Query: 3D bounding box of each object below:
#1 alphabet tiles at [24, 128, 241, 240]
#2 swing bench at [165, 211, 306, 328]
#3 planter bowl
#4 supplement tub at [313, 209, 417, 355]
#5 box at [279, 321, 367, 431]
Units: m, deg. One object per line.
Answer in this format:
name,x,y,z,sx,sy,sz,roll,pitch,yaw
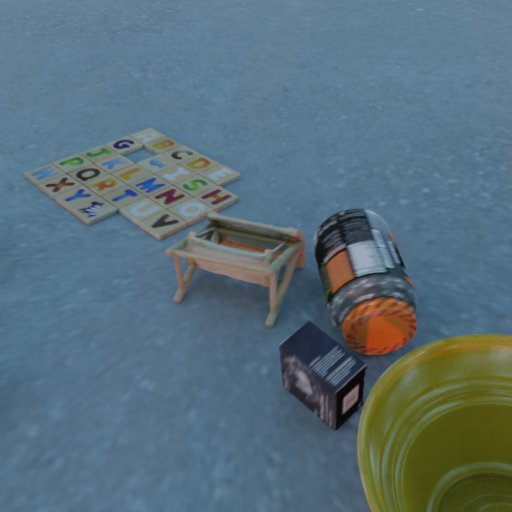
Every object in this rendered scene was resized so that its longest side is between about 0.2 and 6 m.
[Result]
alphabet tiles,-2.161,-1.408,10.504,2.970,0.134,3.553,-30,46,-34
swing bench,-0.222,0.016,7.912,1.511,0.985,1.519,12,39,17
planter bowl,2.332,2.176,4.800,3.045,1.268,3.045,0,37,0
supplement tub,1.410,0.316,7.327,1.110,1.110,1.812,-3,43,-4
box,0.728,1.331,6.210,0.501,0.838,0.852,-35,51,-25
